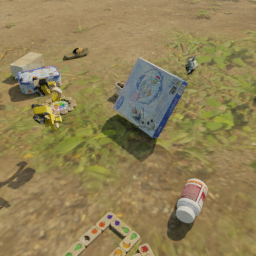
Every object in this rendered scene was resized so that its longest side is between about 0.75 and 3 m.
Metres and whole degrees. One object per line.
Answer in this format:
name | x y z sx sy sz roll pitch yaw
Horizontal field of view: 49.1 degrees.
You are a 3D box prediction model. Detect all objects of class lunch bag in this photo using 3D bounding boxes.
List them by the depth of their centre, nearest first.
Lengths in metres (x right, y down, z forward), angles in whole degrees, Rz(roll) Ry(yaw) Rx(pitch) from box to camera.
lunch bag | -4.249 -2.341 13.291 1.993 0.753 1.597 -15 39 -19

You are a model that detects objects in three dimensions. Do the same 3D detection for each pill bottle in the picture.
pill bottle | 1.762 2.031 7.822 0.655 0.655 1.159 18 42 22

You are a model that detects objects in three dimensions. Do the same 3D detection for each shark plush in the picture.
shark plush | 3.327 -3.211 14.829 0.557 0.608 1.338 -4 55 28

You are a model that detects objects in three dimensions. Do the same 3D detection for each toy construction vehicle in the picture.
toy construction vehicle | -2.366 -0.727 8.551 0.613 1.741 1.516 -14 71 1

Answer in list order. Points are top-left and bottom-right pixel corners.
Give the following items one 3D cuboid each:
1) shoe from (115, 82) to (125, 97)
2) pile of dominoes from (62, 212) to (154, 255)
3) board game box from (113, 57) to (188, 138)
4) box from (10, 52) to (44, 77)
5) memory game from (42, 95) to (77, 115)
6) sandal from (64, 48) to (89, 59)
shoe | 0.267 -1.401 12.201 2.211 0.590 0.773 27 46 30
pile of dominoes | -0.604 3.206 6.550 1.942 0.397 2.492 28 47 31
board game box | 0.761 -1.182 10.603 2.287 2.298 0.498 38 17 34
box | -5.181 -3.244 14.466 0.807 0.661 1.701 13 40 15
memory game | -2.979 -0.990 12.085 1.517 0.097 1.517 0 39 0
sandal | -2.935 -4.353 16.051 1.627 0.439 0.653 -23 44 -26
